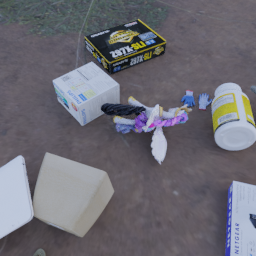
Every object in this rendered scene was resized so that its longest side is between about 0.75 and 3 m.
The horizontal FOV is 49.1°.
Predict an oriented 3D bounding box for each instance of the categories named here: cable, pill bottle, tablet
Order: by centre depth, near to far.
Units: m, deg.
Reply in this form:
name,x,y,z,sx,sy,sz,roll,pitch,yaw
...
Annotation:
name,x,y,z,sx,sy,sz,roll,pitch,yaw
tablet,-3.754,2.144,7.143,2.960,0.202,1.926,-32,52,6
cable,-0.162,-0.563,8.947,1.430,1.167,0.363,5,90,-23
pill bottle,3.491,-0.471,9.432,1.262,1.262,2.267,6,48,5

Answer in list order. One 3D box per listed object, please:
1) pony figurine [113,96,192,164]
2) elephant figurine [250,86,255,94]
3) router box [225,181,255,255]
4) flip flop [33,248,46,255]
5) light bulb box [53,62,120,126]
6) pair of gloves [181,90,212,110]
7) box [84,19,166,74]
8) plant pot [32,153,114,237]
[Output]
name,x,y,z,sx,sy,sz,roll,pitch,yaw
pony figurine,0.729,-0.194,9.114,2.250,1.874,2.172,8,44,29
elephant figurine,5.149,-0.527,9.533,1.924,1.361,1.492,3,35,-6
router box,3.608,2.617,7.294,1.922,0.523,2.141,11,50,9
flip flop,-2.347,3.363,6.846,0.349,0.248,0.860,26,54,21
light bulb box,-1.494,-1.288,10.253,1.741,1.086,1.725,-32,57,-24
pair of gloves,2.630,-1.074,10.697,1.135,0.129,0.913,11,52,10
box,-0.124,-3.740,12.610,2.931,0.723,2.340,-25,55,-20
plant pot,-1.493,1.857,7.321,1.706,1.704,1.510,15,63,13
